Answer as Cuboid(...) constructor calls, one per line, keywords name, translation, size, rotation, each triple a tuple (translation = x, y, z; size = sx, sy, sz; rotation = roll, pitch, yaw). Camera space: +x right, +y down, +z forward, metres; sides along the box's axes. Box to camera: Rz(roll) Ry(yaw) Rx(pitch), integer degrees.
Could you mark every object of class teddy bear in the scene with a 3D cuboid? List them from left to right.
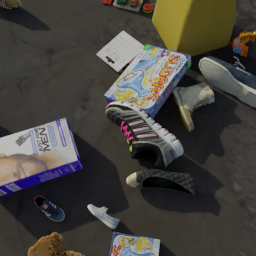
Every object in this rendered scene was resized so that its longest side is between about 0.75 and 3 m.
Cuboid(name="teddy bear", translation=(-1.837, 3.973, 7.663), size=(2.122, 0.708, 1.538), rotation=(34, 71, 8))

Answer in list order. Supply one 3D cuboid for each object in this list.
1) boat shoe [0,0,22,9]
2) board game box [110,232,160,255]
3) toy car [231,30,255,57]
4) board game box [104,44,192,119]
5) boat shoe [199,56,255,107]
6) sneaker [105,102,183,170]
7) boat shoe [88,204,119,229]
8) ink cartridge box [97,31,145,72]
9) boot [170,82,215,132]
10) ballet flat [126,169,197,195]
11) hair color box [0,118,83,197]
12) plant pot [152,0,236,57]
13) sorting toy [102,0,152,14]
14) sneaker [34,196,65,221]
Cuboid(name="boat shoe", translation=(-5.732, -5.606, 12.236), size=(2.357, 0.860, 0.742), rotation=(20, 76, 10))
Cuboid(name="board game box", translation=(0.094, 4.053, 7.739), size=(1.371, 0.349, 2.026), rotation=(7, 64, 4))
Cuboid(name="toy car", translation=(4.324, -3.456, 10.650), size=(0.696, 2.092, 1.026), rotation=(-1, 82, 17))
Cuboid(name="board game box", translation=(0.763, -1.762, 10.224), size=(1.961, 0.499, 2.897), rotation=(23, 65, 29))
Cuboid(name="boat shoe", translation=(3.954, -1.848, 10.240), size=(2.830, 1.060, 0.875), rotation=(34, 70, 14))
Cuboid(name="sneaker", translation=(0.295, 0.291, 9.154), size=(2.994, 1.104, 1.309), rotation=(37, 63, 11))
Cuboid(name="boat shoe", translation=(-0.718, 2.575, 8.427), size=(1.057, 0.369, 0.376), rotation=(35, 87, 9))
Cuboid(name="ink cartridge box", translation=(-0.260, -3.012, 11.249), size=(1.277, 0.395, 1.575), rotation=(41, 79, 17))
Cuboid(name="boot", translation=(2.398, -0.804, 9.922), size=(1.449, 0.675, 1.874), rotation=(-11, 57, -5))
Cuboid(name="ballet flat", translation=(1.044, 1.685, 8.655), size=(2.191, 0.728, 0.622), rotation=(2, 45, -1))
Cuboid(name="hair color box", translation=(-3.113, 0.941, 8.951), size=(2.922, 0.947, 1.597), rotation=(-19, 66, -7))
Cuboid(name="plant pot", translation=(2.621, -4.649, 10.767), size=(2.521, 2.579, 2.504), rotation=(-18, 65, -10))
Cuboid(name="sorting toy", translation=(-0.005, -5.927, 12.591), size=(2.486, 0.420, 1.198), rotation=(15, 65, 8))
Cuboid(name="sneaker", translation=(-2.415, 2.430, 8.474), size=(1.097, 0.464, 0.411), rotation=(29, 67, 13))
